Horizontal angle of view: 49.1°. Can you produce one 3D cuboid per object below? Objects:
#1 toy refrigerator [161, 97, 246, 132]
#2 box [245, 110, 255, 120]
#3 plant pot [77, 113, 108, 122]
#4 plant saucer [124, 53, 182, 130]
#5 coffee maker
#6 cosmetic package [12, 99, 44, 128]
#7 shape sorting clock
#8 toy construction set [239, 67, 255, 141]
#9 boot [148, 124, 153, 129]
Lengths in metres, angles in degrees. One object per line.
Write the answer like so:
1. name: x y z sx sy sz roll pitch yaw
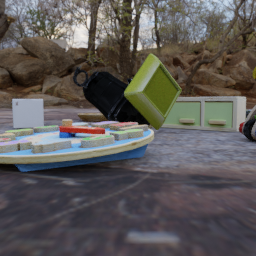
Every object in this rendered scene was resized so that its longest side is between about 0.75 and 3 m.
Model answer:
1. toy refrigerator: 2.345 -0.504 9.426 2.845 1.080 0.995 5 7 37
2. box: 4.883 -0.366 10.614 2.557 0.629 2.648 1 5 32
3. plant pot: -1.181 -0.549 14.103 2.705 0.372 2.705 -1 6 0
4. plant saucer: 0.729 -0.873 6.733 1.377 1.375 0.330 45 -26 -29
5. coffee maker: -0.460 -0.773 7.840 1.848 1.296 1.924 8 19 -32
6. cosmetic package: -3.615 -0.538 10.128 1.022 1.016 1.222 -2 4 -20
7. shape sorting clock: -1.038 0.148 4.763 2.957 0.580 2.957 0 5 0
8. toy construction set: 3.812 -0.746 6.658 2.214 2.040 2.655 2 5 16
9. boot: 0.616 -0.121 9.357 0.737 0.345 0.949 -3 2 -34
